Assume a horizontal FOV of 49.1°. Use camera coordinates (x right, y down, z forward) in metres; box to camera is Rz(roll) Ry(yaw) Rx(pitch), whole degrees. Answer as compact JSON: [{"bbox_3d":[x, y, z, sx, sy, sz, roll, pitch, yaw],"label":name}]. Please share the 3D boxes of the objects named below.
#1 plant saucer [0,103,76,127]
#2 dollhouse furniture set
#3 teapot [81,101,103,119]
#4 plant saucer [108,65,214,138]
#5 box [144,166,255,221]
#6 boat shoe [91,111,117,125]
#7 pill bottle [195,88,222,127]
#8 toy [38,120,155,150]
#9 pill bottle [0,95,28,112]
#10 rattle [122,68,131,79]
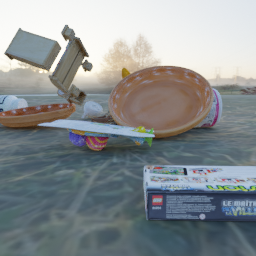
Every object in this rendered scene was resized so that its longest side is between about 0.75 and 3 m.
[{"bbox_3d":[-2.949,-0.426,9.091,2.502,0.404,2.502,-6,11,1],"label":"plant saucer"},{"bbox_3d":[-1.981,-1.821,7.979,1.182,1.384,2.670,21,-12,16],"label":"dollhouse furniture set"},{"bbox_3d":[-1.438,-0.661,11.274,0.807,0.590,0.797,15,32,-21],"label":"teapot"},{"bbox_3d":[0.864,-0.718,7.572,2.770,0.518,2.770,-7,45,7],"label":"plant saucer"},{"bbox_3d":[1.012,0.667,3.032,1.672,0.290,0.920,0,8,2],"label":"box"},{"bbox_3d":[-0.566,-0.363,9.395,1.368,0.491,0.518,-3,9,-20],"label":"boat shoe"},{"bbox_3d":[1.635,-0.599,8.561,2.119,1.201,1.201,-2,8,-8],"label":"pill bottle"},{"bbox_3d":[-0.559,0.174,5.708,2.170,0.512,1.249,3,5,4],"label":"toy"},{"bbox_3d":[-4.948,-0.850,11.266,1.655,0.919,0.919,3,9,14],"label":"pill bottle"},{"bbox_3d":[1.288,-1.234,10.631,2.827,2.019,1.840,-4,-7,13],"label":"rattle"}]
